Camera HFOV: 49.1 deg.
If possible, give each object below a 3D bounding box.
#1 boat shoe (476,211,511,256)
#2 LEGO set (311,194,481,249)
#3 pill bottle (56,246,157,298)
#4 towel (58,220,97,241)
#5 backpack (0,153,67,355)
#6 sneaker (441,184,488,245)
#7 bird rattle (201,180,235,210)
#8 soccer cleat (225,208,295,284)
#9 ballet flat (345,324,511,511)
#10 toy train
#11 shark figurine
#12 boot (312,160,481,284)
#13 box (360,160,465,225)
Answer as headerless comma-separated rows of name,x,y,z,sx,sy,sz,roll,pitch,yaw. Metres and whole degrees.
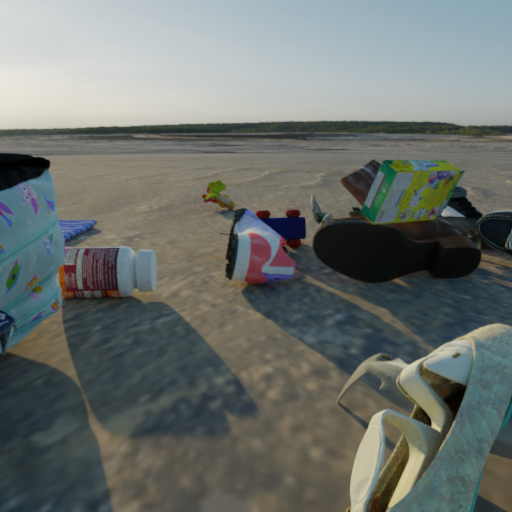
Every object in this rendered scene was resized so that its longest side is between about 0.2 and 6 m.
boat shoe,4.686,-0.251,9.465,0.674,0.845,2.235,-3,18,-42
LEGO set,2.562,-0.352,10.870,3.339,0.946,2.168,28,32,36
pill bottle,-2.140,0.230,8.036,1.345,0.737,0.737,-1,13,-2
towel,-4.968,-0.562,12.338,2.045,0.337,2.824,2,13,4
backpack,-3.435,0.040,5.440,2.990,2.268,3.583,5,16,7
sneaker,4.255,-0.983,12.094,0.921,1.254,2.772,-4,14,-15
bird rattle,-1.105,-1.632,16.313,1.020,0.705,1.251,32,-15,-2
soccer cleat,0.031,-0.155,9.554,1.015,0.946,2.774,11,14,-5
ballet flat,1.063,0.980,3.307,0.651,0.704,2.087,40,49,1
toy train,0.051,-0.544,11.567,1.783,0.755,1.031,-3,3,-11
shark figurine,1.332,1.215,4.184,1.834,0.765,1.096,18,-13,34
boot,1.952,-0.848,9.831,2.982,1.028,3.200,9,33,-20
box,2.353,-0.957,8.274,1.554,0.912,0.376,-4,39,-32
